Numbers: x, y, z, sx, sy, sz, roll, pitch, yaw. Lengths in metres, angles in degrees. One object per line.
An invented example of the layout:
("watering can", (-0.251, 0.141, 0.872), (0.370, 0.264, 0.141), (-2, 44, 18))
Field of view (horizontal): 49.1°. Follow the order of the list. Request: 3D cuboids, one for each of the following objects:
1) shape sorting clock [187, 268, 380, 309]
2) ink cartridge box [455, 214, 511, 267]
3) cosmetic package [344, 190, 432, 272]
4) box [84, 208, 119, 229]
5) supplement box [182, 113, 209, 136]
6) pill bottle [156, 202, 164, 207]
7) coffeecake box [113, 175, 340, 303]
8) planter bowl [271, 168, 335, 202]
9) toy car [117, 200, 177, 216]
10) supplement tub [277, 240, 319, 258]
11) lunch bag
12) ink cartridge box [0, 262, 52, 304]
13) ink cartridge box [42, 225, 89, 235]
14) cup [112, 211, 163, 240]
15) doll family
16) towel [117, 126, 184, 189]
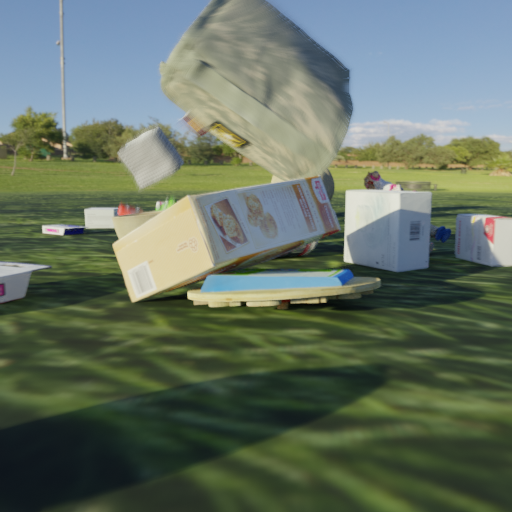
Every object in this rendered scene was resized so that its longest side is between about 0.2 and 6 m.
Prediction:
("shape sorting clock", (0.264, 0.334, 5.448), (1.858, 0.364, 1.858), (0, 2, 0))
("ink cartridge box", (3.413, -0.253, 8.370), (0.411, 0.708, 0.959), (-1, 9, -10))
("cosmetic package", (1.851, -0.393, 8.023), (0.664, 1.076, 1.080), (-5, 10, -31))
("box", (-3.811, -0.948, 13.971), (0.730, 0.480, 0.734), (0, 8, 0))
("supplement box", (-0.926, -2.603, 10.361), (0.505, 0.392, 0.915), (41, -17, -21))
("pill bottle", (-2.311, -1.258, 15.868), (0.983, 0.557, 0.557), (-2, 8, -18))
("coffeecake box", (-0.283, -0.199, 5.884), (1.870, 0.683, 1.435), (-16, -5, -44))
("planter bowl", (1.224, -1.914, 16.857), (1.938, 1.938, 1.304), (5, 37, 31))
("toy car", (-1.914, -0.734, 10.653), (1.071, 0.254, 1.138), (-25, -40, 27))
("supplement tub", (0.113, -0.498, 8.675), (1.570, 1.102, 1.102), (-4, 9, -28))
("lunch bag", (0.027, -2.552, 8.533), (2.582, 1.851, 3.149), (34, 30, -13))
("ink cartridge box", (-3.044, 0.339, 5.618), (0.870, 0.341, 1.837), (3, 11, 26))
("ink cartridge box", (-4.238, -0.578, 12.440), (1.073, 0.199, 0.508), (4, 8, 39))
("cup", (-1.488, -0.249, 8.047), (1.048, 0.749, 1.048), (-6, 8, 1))
("doll family", (2.174, -0.573, 9.083), (1.209, 0.877, 1.947), (33, -1, 45))
("towel", (-2.259, -2.045, 11.835), (1.195, 0.990, 0.511), (-21, 28, 34))
